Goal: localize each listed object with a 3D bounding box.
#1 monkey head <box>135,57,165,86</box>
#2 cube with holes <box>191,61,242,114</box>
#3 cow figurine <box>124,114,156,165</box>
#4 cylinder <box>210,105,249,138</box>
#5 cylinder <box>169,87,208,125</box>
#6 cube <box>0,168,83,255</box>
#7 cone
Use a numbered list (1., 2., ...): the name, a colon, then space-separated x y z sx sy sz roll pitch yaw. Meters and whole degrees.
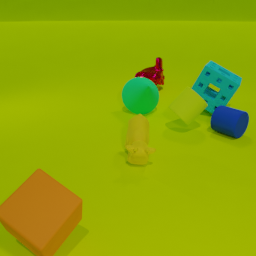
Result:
1. monkey head: 0.970 -2.327 11.914 1.106 1.321 1.836 4 10 23
2. cube with holes: 2.840 -1.324 9.217 1.194 1.194 1.194 33 30 10
3. cow figurine: 0.246 0.234 6.372 0.663 1.208 1.189 7 -11 -6
4. cylinder: 2.775 -0.179 7.654 0.742 0.742 0.742 -19 30 -37
5. cylinder: 1.668 -0.612 7.801 0.778 0.778 0.778 42 9 -8
6. cube: -1.131 1.161 3.716 0.759 0.759 0.759 32 56 13
7. cone: 0.508 -1.143 8.696 1.268 1.268 1.273 -4 -6 -9
